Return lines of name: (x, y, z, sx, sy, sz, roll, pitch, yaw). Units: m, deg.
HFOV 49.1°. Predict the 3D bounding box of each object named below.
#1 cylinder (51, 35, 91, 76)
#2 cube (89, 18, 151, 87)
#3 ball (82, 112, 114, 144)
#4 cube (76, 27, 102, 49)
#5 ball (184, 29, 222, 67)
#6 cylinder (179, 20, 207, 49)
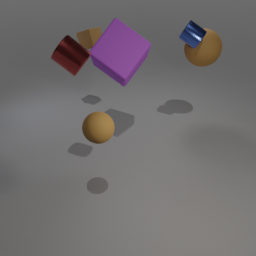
cylinder: (-1.353, -1.721, 6.689, 0.700, 0.700, 0.700, 37, 29, -14)
cube: (-0.256, -2.412, 9.208, 1.400, 1.400, 1.400, 36, -2, 0)
ball: (-0.644, -0.006, 6.086, 0.700, 0.700, 0.700, 0, 31, 0)
cube: (-1.502, -3.560, 11.186, 0.700, 0.700, 0.700, -1, 22, 38)
ball: (2.866, -3.063, 10.715, 1.400, 1.400, 1.400, 0, 31, 0)
cylinder: (2.254, -3.251, 9.754, 0.700, 0.700, 0.700, 35, 36, -1)
